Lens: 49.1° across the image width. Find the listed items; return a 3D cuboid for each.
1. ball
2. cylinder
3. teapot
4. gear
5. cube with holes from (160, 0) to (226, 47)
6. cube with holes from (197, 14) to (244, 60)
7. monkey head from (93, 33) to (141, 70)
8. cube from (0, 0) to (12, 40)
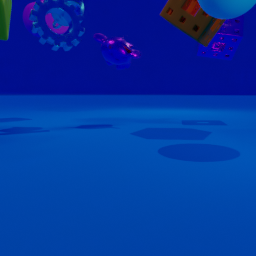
[{"bbox_3d":[1.965,-2.796,5.446,1.268,1.268,1.268,0,7,0],"label":"ball"},{"bbox_3d":[-3.141,-4.237,10.818,1.283,1.283,1.283,8,11,36],"label":"cylinder"},{"bbox_3d":[-1.803,-3.598,8.225,1.000,1.609,0.788,6,42,-48],"label":"teapot"},{"bbox_3d":[-1.843,-2.739,7.363,1.398,1.398,0.258,-5,-7,-33],"label":"gear"},{"bbox_3d":[1.867,-3.126,7.493,1.247,1.247,1.247,40,21,16],"label":"cube with holes"},{"bbox_3d":[3.178,-3.299,9.718,1.231,1.231,1.231,10,-23,6],"label":"cube with holes"},{"bbox_3d":[-0.250,-2.397,8.466,1.569,1.129,0.946,28,-24,12],"label":"monkey head"},{"bbox_3d":[-3.404,-2.957,6.362,1.257,1.257,1.257,2,-24,-17],"label":"cube"}]
